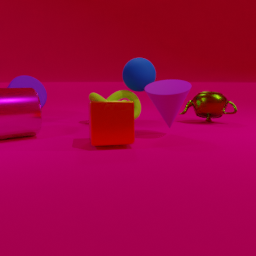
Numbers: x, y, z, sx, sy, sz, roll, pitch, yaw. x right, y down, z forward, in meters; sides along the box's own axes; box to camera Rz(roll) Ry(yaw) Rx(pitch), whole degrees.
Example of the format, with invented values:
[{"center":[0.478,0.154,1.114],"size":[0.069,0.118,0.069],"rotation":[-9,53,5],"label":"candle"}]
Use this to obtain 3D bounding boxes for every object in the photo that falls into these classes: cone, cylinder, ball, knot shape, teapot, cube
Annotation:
[{"center":[1.107,-0.542,7.622],"size":[1.224,1.229,1.224],"rotation":[-6,26,3],"label":"cone"},{"center":[-3.592,-0.970,9.564],"size":[1.254,1.254,1.254],"rotation":[-9,-11,-40],"label":"cylinder"},{"center":[0.391,-1.878,9.918],"size":[1.187,1.187,1.187],"rotation":[0,10,0],"label":"ball"},{"center":[-0.353,-0.738,9.517],"size":[1.699,0.839,1.816],"rotation":[-9,29,-23],"label":"knot shape"},{"center":[2.737,-0.697,9.653],"size":[1.927,0.944,1.198],"rotation":[3,-10,17],"label":"teapot"},{"center":[-3.059,-0.379,7.207],"size":[1.294,1.294,1.294],"rotation":[-7,13,-36],"label":"cylinder"},{"center":[-0.409,-0.133,6.537],"size":[0.962,0.962,0.962],"rotation":[-2,4,-10],"label":"cube"}]
